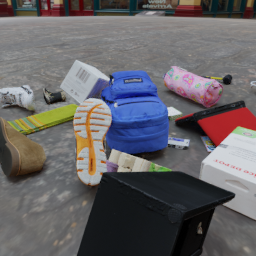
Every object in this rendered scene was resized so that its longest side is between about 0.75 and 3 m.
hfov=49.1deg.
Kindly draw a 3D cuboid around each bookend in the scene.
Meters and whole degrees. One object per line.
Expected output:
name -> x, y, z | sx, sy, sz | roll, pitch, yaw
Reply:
bookend -> 0.429, 2.107, 4.434 | 1.213, 2.634, 2.618 | 20, 3, 33

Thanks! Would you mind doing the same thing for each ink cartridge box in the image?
ink cartridge box -> 1.554, -0.560, 11.328 | 1.041, 0.250, 0.757 | -12, 30, -23
ink cartridge box -> 1.597, 0.506, 9.370 | 0.896, 0.176, 0.445 | 7, 28, 16
ink cartridge box -> 3.223, 1.072, 7.310 | 1.818, 1.050, 2.499 | 21, 34, 34

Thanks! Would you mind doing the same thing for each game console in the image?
game console -> 3.336, -0.061, 10.282 | 2.422, 1.437, 2.087 | -14, -4, -26

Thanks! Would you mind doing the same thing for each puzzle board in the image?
puzzle board -> 3.254, 0.515, 9.412 | 1.384, 0.120, 1.043 | 0, 28, 0

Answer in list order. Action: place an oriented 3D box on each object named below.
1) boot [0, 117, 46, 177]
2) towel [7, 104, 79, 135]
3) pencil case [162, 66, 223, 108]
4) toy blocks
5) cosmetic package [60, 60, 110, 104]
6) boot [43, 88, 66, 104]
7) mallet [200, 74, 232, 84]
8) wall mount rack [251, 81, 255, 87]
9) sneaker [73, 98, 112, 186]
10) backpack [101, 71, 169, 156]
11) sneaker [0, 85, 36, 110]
boot -> -3.478, 0.547, 8.696 | 1.104, 1.077, 2.926 | 3, 25, -40
towel -> -3.142, -0.423, 11.056 | 2.980, 0.269, 1.283 | -22, 35, -36
pencil case -> 2.932, -1.987, 13.023 | 1.282, 1.282, 2.933 | -15, 32, -27
toy blocks -> 0.337, 1.643, 6.048 | 2.005, 1.806, 2.145 | 21, -6, -22
cosmetic package -> -1.445, -1.583, 10.348 | 1.183, 1.176, 1.414 | 38, 14, 18
boot -> -3.429, -1.544, 13.002 | 0.919, 0.446, 1.220 | -13, 34, -20
mallet -> 4.719, -2.791, 15.542 | 2.090, 0.430, 0.688 | 14, 31, 33
wall mount rack -> 6.825, -2.018, 13.818 | 1.687, 0.629, 1.465 | 3, 31, 6
sneaker -> -1.032, 0.365, 7.602 | 1.003, 0.989, 2.562 | 7, 64, -9
backpack -> 0.109, -0.508, 9.125 | 2.215, 2.288, 2.726 | -9, 32, -2
sneaker -> -4.745, -1.212, 11.973 | 1.337, 0.874, 2.326 | -13, 25, -21
